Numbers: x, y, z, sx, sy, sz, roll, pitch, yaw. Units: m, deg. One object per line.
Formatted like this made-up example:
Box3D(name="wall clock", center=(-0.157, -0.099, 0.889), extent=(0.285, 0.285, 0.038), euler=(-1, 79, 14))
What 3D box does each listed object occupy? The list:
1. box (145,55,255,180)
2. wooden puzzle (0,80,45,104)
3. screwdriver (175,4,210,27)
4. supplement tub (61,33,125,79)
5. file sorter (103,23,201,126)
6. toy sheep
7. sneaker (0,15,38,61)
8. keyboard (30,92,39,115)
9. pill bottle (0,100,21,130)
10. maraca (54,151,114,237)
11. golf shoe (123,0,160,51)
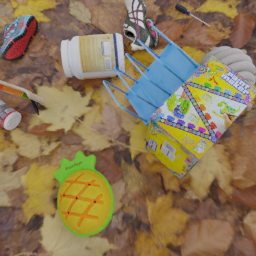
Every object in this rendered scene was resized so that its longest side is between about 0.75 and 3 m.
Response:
Box3D(name="box", center=(2.084, -0.151, 8.671), extent=(1.710, 2.803, 2.700), euler=(42, 74, 15))
Box3D(name="wooden puzzle", center=(-3.669, -1.218, 8.752), extent=(1.873, 1.732, 0.349), euler=(24, 88, -1))
Box3D(name="screwdriver", center=(2.739, -4.766, 11.824), extent=(1.771, 0.258, 0.247), euler=(36, 75, 17))
Box3D(name="supplement tub", center=(-1.248, -2.606, 10.290), extent=(2.165, 1.563, 1.563), euler=(-5, 69, -2))
Box3D(name="file sorter", center=(0.663, -1.739, 9.093), extent=(2.561, 1.571, 1.777), euler=(-48, 47, 17))
Box3D(name="toy sheep", center=(3.570, -1.803, 9.844), extent=(2.011, 2.011, 2.917), euler=(-18, 54, -7))
Box3D(name="sneaker", center=(-4.506, -3.570, 11.176), extent=(1.080, 0.896, 2.260), euler=(13, 62, 18))
Box3D(name="keyboard", center=(-3.374, -0.909, 9.874), extent=(0.234, 0.614, 1.181), euler=(-21, 34, -12))
Box3D(name="pill bottle", center=(-4.529, -0.556, 9.955), extent=(1.315, 0.728, 0.728), euler=(33, 72, 12))
Box3D(name="maraca", center=(-1.409, 1.981, 8.640), extent=(1.784, 1.392, 2.603), euler=(-24, 65, 1))
Box3D(name="golf shoe", center=(0.261, -4.381, 11.297), extent=(1.216, 1.066, 2.761), euler=(-23, 70, -1))
